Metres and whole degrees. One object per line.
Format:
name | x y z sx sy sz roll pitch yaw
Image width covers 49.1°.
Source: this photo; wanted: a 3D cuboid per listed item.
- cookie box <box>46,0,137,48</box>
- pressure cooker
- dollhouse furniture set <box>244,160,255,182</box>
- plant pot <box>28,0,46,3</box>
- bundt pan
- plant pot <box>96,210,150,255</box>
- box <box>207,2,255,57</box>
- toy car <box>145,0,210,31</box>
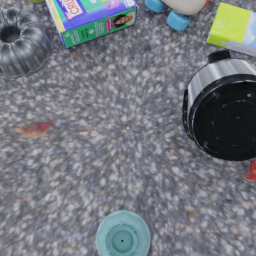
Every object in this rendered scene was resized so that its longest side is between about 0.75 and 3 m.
cookie box | -1.488 -4.704 10.580 2.940 1.105 2.515 -23 73 -6
pressure cooker | 2.986 -0.682 8.306 2.590 2.899 2.550 27 118 -5
dollhouse furniture set | 4.559 1.937 8.429 1.505 1.137 2.797 -34 72 -20
plant pot | -3.671 -5.878 10.814 1.306 1.396 1.306 0 73 0
bundt pan | -4.182 -3.251 10.199 2.736 1.027 2.736 0 72 -1
plant pot | -0.150 3.247 8.112 1.683 1.127 1.683 0 73 1
box | 4.427 -3.619 10.520 2.528 0.603 1.542 19 74 6
toy car | 2.401 -5.463 10.580 2.352 2.451 2.659 44 48 13
